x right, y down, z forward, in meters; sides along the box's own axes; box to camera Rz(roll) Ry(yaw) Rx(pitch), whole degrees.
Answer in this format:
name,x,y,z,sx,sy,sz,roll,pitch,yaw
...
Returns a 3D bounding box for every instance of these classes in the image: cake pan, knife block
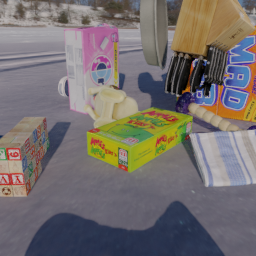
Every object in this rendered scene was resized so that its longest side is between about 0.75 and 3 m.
name,x,y,z,sx,sy,sz,roll,pitch,yaw
cake pan,0.715,-2.683,7.327,0.423,2.305,2.305,1,21,15
knife block,1.143,-1.569,4.866,0.626,1.957,1.718,3,-30,-47

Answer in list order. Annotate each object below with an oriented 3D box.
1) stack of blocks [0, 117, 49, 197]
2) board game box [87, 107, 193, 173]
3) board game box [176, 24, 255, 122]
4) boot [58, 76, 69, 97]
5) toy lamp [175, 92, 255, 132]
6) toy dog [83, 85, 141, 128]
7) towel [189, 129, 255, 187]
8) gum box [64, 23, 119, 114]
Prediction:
name,x,y,z,sx,sy,sz,roll,pitch,yaw
stack of blocks,-2.090,0.501,5.716,0.502,0.987,1.715,0,21,0
board game box,0.391,0.158,7.104,1.341,0.628,2.639,17,27,37
board game box,3.627,-2.162,9.977,2.896,2.898,2.895,11,23,26
boot,-1.762,-2.087,12.571,1.349,1.086,2.986,9,32,17
toy lamp,2.389,-0.080,7.124,0.769,0.769,2.643,-18,39,-38
toy dog,-0.481,-0.800,8.782,1.804,1.298,1.860,-4,19,-18
towel,2.283,0.565,5.817,1.811,0.216,1.330,-3,50,-4
gum box,-1.209,-2.130,9.867,0.969,2.931,1.663,17,27,38
